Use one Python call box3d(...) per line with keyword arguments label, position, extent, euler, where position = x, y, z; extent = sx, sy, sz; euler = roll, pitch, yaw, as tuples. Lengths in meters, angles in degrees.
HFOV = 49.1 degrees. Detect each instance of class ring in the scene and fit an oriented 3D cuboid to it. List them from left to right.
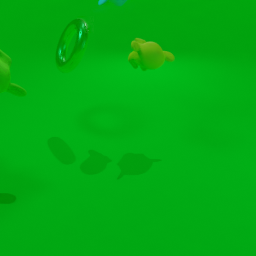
box3d(label="ring", position=(-1.445, -2.077, 7.115), extent=(0.282, 1.411, 1.411), euler=(15, 16, -37))

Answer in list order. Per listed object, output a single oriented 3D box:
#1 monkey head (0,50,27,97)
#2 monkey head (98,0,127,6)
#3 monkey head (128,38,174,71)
box3d(label="monkey head", position=(-2.881, -0.983, 5.467), extent=(1.705, 1.226, 1.027), euler=(6, 64, -25))
box3d(label="monkey head", position=(-0.415, -3.297, 6.565), extent=(0.889, 1.236, 0.745), euler=(7, -9, 43))
box3d(label="monkey head", position=(0.453, -1.807, 6.594), extent=(1.251, 0.900, 0.754), euler=(7, -17, -34))
